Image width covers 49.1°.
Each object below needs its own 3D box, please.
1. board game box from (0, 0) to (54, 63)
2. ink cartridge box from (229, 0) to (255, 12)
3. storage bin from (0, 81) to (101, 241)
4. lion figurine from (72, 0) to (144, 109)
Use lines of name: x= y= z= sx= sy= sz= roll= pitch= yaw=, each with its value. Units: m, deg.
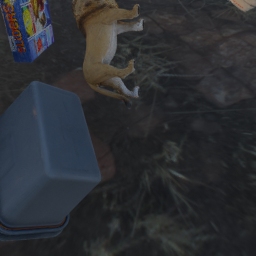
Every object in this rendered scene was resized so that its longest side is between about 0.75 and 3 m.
board game box: x=-2.165 y=-2.829 z=5.921 sx=0.420 sy=2.438 sz=1.650 roll=1 pitch=32 yaw=4
ink cartridge box: x=1.576 y=-1.991 z=3.691 sx=0.717 sy=0.414 sz=0.988 roll=35 pitch=12 yaw=-6
storage bin: x=-1.295 y=0.339 z=3.974 sx=1.441 sy=1.330 sz=1.980 roll=15 pitch=43 yaw=-43
lion figurine: x=-0.424 y=-1.362 z=4.706 sx=1.279 sy=0.757 sz=2.089 roll=3 pitch=82 yaw=15
